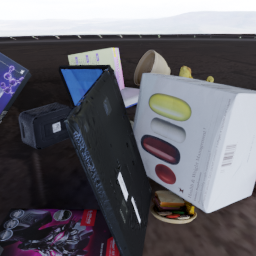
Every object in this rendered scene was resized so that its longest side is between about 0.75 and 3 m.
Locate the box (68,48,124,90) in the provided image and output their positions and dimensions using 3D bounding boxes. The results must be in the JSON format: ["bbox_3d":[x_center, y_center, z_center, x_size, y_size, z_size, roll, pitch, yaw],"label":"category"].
[{"bbox_3d":[-1.133,-2.046,10.247,1.703,1.498,0.823,-6,14,16],"label":"box"}]

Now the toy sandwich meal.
[{"bbox_3d":[0.721,1.246,4.475,0.814,0.279,0.814,3,5,0],"label":"toy sandwich meal"}]

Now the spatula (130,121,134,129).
[{"bbox_3d":[-0.397,0.129,7.567,1.960,0.157,1.363,-10,30,-30],"label":"spatula"}]

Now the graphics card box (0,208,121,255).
[{"bbox_3d":[-0.910,1.560,3.722,1.704,0.433,1.069,0,23,2],"label":"graphics card box"}]

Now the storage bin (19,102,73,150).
[{"bbox_3d":[-2.022,-0.078,7.160,0.596,0.859,1.270,17,28,36],"label":"storage bin"}]

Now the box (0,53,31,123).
[{"bbox_3d":[-4.263,-1.456,7.498,2.603,1.837,1.026,32,-8,-14],"label":"box"}]

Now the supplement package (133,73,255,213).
[{"bbox_3d":[1.236,0.099,5.087,1.440,1.872,1.958,-3,18,-40],"label":"supplement package"}]

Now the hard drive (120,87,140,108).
[{"bbox_3d":[-0.478,-1.037,10.147,1.620,0.311,2.455,14,26,36],"label":"hard drive"}]

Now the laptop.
[{"bbox_3d":[-0.558,0.389,4.205,1.355,2.326,2.624,-10,27,17],"label":"laptop"}]

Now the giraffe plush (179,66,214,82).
[{"bbox_3d":[2.470,-1.538,10.428,1.266,1.348,1.562,12,32,8],"label":"giraffe plush"}]

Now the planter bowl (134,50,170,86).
[{"bbox_3d":[1.157,-2.452,12.334,1.099,1.633,1.633,20,14,-24],"label":"planter bowl"}]
